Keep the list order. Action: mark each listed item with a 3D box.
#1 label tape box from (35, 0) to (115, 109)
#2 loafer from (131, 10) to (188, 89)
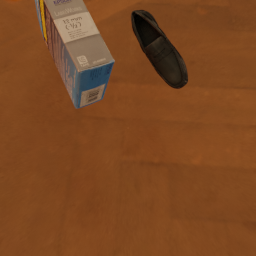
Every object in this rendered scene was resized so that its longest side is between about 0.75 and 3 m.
[{"bbox_3d":[-1.005,-1.519,4.893,0.651,1.410,1.969,-21,77,-18],"label":"label tape box"},{"bbox_3d":[0.637,-1.717,6.138,0.668,0.691,1.968,-33,82,27],"label":"loafer"}]
